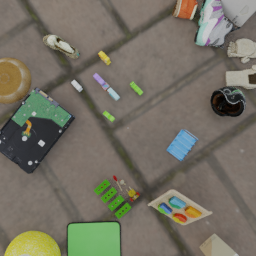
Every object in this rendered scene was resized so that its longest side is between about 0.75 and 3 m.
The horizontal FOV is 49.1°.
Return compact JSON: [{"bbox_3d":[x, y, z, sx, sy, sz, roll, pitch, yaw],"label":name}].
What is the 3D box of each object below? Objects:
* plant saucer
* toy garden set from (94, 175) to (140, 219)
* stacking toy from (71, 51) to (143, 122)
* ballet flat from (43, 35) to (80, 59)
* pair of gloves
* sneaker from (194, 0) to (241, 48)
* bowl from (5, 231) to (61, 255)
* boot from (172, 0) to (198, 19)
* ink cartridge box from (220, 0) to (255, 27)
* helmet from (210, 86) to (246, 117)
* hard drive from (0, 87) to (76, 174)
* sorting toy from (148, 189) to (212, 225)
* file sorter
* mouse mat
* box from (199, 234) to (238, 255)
[{"bbox_3d":[-4.488,-1.786,10.309,1.770,0.313,1.770,0,84,0],"label":"plant saucer"},{"bbox_3d":[-0.352,2.334,9.972,1.118,0.268,1.341,-42,85,-2],"label":"toy garden set"},{"bbox_3d":[-0.770,-1.495,10.192,2.164,0.509,1.632,44,86,3],"label":"stacking toy"},{"bbox_3d":[-2.480,-3.080,10.292,1.548,0.583,0.525,29,86,3],"label":"ballet flat"},{"bbox_3d":[4.462,-2.393,10.360,1.597,0.329,1.878,7,84,1],"label":"pair of gloves"},{"bbox_3d":[3.423,-3.999,10.307,1.538,0.855,2.199,13,94,0],"label":"sneaker"},{"bbox_3d":[-3.337,4.576,9.359,1.962,1.056,1.962,0,85,1],"label":"bowl"},{"bbox_3d":[2.261,-4.868,10.504,0.859,0.601,1.601,14,90,-5],"label":"boot"},{"bbox_3d":[4.707,-5.338,9.717,1.232,2.139,2.931,40,86,3],"label":"ink cartridge box"},{"bbox_3d":[3.574,-0.923,9.863,1.048,1.100,1.100,-2,84,-24],"label":"helmet"},{"bbox_3d":[-3.381,0.076,10.048,1.816,0.492,2.600,36,86,3],"label":"hard drive"},{"bbox_3d":[1.648,2.683,9.158,1.639,1.517,0.299,29,50,-8],"label":"sorting toy"},{"bbox_3d":[1.942,0.604,9.956,0.662,0.585,0.954,37,86,4],"label":"file sorter"},{"bbox_3d":[-1.189,4.521,9.855,1.939,0.091,2.410,-2,84,0],"label":"mouse mat"},{"bbox_3d":[3.089,4.226,8.915,0.771,1.984,0.942,-40,86,-3],"label":"box"}]
